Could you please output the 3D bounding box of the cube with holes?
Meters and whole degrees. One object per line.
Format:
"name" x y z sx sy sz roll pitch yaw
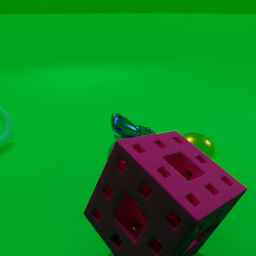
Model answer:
"cube with holes" 0.428 0.922 3.512 1.214 1.214 1.214 -7 41 -47

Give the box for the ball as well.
"ball" 1.233 0.551 5.374 0.951 0.951 0.951 0 24 0

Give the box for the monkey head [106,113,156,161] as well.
"monkey head" -0.045 0.401 5.228 1.304 1.093 1.813 36 25 -26

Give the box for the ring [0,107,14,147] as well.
"ring" -3.223 -0.065 6.462 0.235 1.175 1.175 -31 4 36
